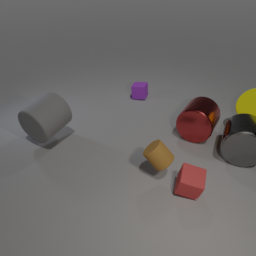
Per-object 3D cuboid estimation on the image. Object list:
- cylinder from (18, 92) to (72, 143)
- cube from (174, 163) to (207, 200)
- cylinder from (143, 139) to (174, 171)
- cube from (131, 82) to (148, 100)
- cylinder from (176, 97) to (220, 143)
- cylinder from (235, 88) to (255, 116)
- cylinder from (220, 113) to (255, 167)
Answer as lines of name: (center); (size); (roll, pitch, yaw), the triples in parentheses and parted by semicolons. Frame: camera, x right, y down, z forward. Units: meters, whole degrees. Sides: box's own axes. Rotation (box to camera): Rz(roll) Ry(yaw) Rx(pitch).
cylinder: (-3.031, -0.399, 10.322); (1.400, 1.400, 1.400); (18, 46, 28)
cube: (1.812, 1.557, 8.153); (0.700, 0.700, 0.700); (17, 50, 5)
cylinder: (0.930, 0.826, 8.515); (0.700, 0.700, 0.700); (-39, 13, 11)
cube: (0.603, -1.906, 14.274); (0.700, 0.700, 0.700); (5, 30, 16)
cylinder: (2.763, -0.344, 10.972); (1.400, 1.400, 1.400); (15, 33, 24)
cylinder: (5.154, -0.637, 10.999); (1.400, 1.400, 1.400); (34, 4, -43)
cylinder: (4.000, 0.400, 9.713); (1.400, 1.400, 1.400); (11, 32, 18)
